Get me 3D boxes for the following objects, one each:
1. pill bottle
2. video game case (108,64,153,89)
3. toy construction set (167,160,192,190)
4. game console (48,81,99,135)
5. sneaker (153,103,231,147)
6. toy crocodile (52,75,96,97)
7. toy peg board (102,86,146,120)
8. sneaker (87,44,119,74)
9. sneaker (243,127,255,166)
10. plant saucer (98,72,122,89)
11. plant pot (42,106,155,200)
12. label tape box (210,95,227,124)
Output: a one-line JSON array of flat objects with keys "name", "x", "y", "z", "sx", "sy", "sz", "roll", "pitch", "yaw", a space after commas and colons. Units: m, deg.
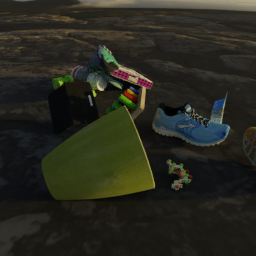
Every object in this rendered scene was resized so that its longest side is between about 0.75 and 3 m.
[{"name": "pill bottle", "x": -1.923, "y": -2.470, "z": 14.078, "sx": 1.807, "sy": 1.000, "sz": 1.000, "roll": 23, "pitch": 37, "yaw": 33}, {"name": "video game case", "x": -0.263, "y": -2.837, "z": 14.267, "sx": 2.473, "sy": 0.443, "sz": 2.241, "roll": 14, "pitch": 18, "yaw": -34}, {"name": "toy construction set", "x": 1.439, "y": 1.328, "z": 7.946, "sx": 0.629, "sy": 0.442, "sz": 0.959, "roll": 19, "pitch": 34, "yaw": -15}, {"name": "game console", "x": -1.966, "y": -0.719, "z": 10.021, "sx": 1.466, "sy": 0.970, "sz": 1.667, "roll": -6, "pitch": 68, "yaw": -26}, {"name": "sneaker", "x": 2.179, "y": -0.212, "z": 9.841, "sx": 2.782, "sy": 1.251, "sz": 1.090, "roll": 13, "pitch": 32, "yaw": 22}, {"name": "toy crocodile", "x": -2.670, "y": -1.892, "z": 13.412, "sx": 2.729, "sy": 0.843, "sz": 0.921, "roll": 24, "pitch": 36, "yaw": 28}, {"name": "toy peg board", "x": -0.231, "y": -0.755, "z": 10.059, "sx": 0.827, "sy": 1.692, "sz": 1.685, "roll": 35, "pitch": 29, "yaw": -16}, {"name": "sneaker", "x": -1.196, "y": -2.697, "z": 12.268, "sx": 1.094, "sy": 1.287, "sz": 2.940, "roll": 39, "pitch": 16, "yaw": -21}, {"name": "sneaker", "x": 4.591, "y": 0.918, "z": 8.347, "sx": 1.166, "sy": 1.006, "sz": 2.661, "roll": -1, "pitch": 35, "yaw": -23}, {"name": "plant saucer", "x": -0.884, "y": -2.530, "z": 14.031, "sx": 1.610, "sy": 0.221, "sz": 1.610, "roll": 35, "pitch": 13, "yaw": -10}, {"name": "plant pot", "x": -0.854, "y": 0.894, "z": 7.292, "sx": 2.441, "sy": 2.284, "sz": 2.284, "roll": -20, "pitch": 32, "yaw": -3}, {"name": "label tape box", "x": 3.385, "y": -0.626, "z": 10.549, "sx": 0.406, "sy": 1.281, "sz": 0.924, "roll": 12, "pitch": 31, "yaw": 20}]
